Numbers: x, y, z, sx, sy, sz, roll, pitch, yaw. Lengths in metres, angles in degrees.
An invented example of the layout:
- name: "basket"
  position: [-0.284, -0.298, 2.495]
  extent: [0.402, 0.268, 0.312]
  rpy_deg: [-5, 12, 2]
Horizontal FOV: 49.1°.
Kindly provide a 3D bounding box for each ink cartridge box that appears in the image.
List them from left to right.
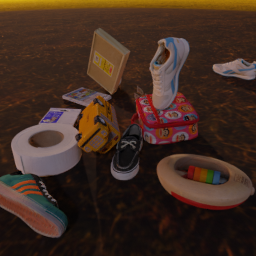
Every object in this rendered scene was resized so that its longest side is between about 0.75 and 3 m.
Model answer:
- name: "ink cartridge box"
  position: [-2.490, -0.346, 10.516]
  extent: [1.279, 0.280, 1.291]
  rpy_deg: [3, 31, 6]

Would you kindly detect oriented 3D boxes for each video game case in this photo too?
- name: "video game case"
  position: [-1.836, -1.377, 12.507]
  extent: [1.798, 0.162, 1.288]
  rpy_deg: [20, 35, 31]

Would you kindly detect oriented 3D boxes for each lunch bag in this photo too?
- name: "lunch bag"
  position: [1.179, -0.394, 9.973]
  extent: [2.180, 1.014, 2.475]
  rpy_deg: [-8, 30, -4]

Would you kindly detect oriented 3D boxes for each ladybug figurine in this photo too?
- name: "ladybug figurine"
  position: [1.834, 1.361, 6.880]
  extent: [2.318, 0.834, 1.573]
  rpy_deg: [13, 32, 21]

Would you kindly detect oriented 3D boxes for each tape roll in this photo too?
- name: "tape roll"
  position: [-2.410, 0.596, 8.401]
  extent: [1.993, 0.697, 1.993]
  rpy_deg: [0, 29, 0]

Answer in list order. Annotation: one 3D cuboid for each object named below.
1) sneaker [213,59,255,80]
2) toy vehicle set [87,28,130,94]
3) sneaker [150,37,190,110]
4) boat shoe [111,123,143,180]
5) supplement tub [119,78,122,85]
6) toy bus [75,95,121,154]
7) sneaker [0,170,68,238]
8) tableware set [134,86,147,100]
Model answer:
- name: "sneaker"
  position: [5.762, -3.288, 15.157]
  extent: [2.299, 0.929, 0.880]
  rpy_deg: [15, 34, 26]
- name: "toy vehicle set"
  position: [-0.829, -2.478, 10.763]
  extent: [1.450, 2.334, 0.309]
  rpy_deg: [41, 58, 9]
- name: "sneaker"
  position: [1.086, -1.658, 8.724]
  extent: [0.933, 2.309, 0.884]
  rpy_deg: [-6, 30, -34]
- name: "boat shoe"
  position: [-0.012, 0.617, 8.327]
  extent: [0.811, 0.730, 2.294]
  rpy_deg: [4, 29, 8]
- name: "supplement tub"
  position: [-0.859, -2.466, 13.916]
  extent: [0.690, 0.690, 0.949]
  rpy_deg: [-25, 37, -37]
- name: "toy bus"
  position: [-0.934, -0.112, 8.922]
  extent: [0.920, 1.107, 2.828]
  rpy_deg: [-43, 23, 12]
- name: "sneaker"
  position: [-2.158, 1.573, 6.457]
  extent: [2.470, 0.882, 0.987]
  rpy_deg: [18, 38, 31]
- name: "tableware set"
  position: [0.652, -1.204, 11.332]
  extent: [1.084, 0.126, 0.906]
  rpy_deg: [33, 38, -28]
